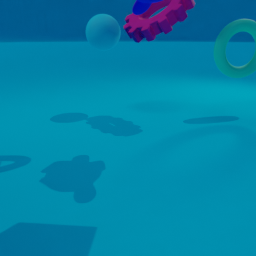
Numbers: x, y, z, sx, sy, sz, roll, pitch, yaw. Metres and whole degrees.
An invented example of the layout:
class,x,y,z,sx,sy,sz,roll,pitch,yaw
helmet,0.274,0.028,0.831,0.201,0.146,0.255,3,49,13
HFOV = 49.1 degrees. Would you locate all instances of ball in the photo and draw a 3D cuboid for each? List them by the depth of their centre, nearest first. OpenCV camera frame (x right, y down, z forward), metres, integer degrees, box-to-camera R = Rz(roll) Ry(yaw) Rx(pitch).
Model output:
class,x,y,z,sx,sy,sz,roll,pitch,yaw
ball,-0.725,-2.787,8.184,1.015,1.015,1.015,0,19,0

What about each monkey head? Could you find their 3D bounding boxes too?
class,x,y,z,sx,sy,sz,roll,pitch,yaw
monkey head,0.617,-2.764,4.896,1.285,1.076,1.786,-10,-4,-23

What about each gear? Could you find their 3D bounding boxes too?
class,x,y,z,sx,sy,sz,roll,pitch,yaw
gear,0.800,-3.103,7.506,1.940,0.359,1.940,-23,42,22

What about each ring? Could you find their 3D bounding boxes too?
class,x,y,z,sx,sy,sz,roll,pitch,yaw
ring,3.214,-2.238,7.976,1.625,1.625,0.325,-3,19,-10
